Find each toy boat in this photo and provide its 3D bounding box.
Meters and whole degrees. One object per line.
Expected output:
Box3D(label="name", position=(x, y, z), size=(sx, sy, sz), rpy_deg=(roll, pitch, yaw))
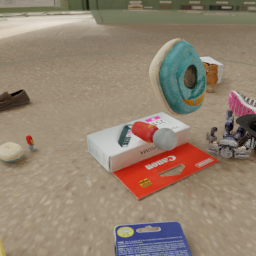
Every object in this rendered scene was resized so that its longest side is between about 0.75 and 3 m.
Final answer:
Box3D(label="toy boat", position=(-3.157, 0.645, 8.066), size=(0.884, 0.489, 1.052), rpy_deg=(20, 42, 40))
Box3D(label="toy boat", position=(1.275, -0.743, 7.489), size=(1.323, 2.392, 2.846), rpy_deg=(22, 76, 42))

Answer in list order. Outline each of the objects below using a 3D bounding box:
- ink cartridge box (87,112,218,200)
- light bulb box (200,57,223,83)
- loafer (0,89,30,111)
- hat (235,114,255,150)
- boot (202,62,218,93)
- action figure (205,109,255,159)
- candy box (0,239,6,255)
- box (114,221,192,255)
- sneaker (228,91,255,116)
Box3D(label="ink cartridge box", position=(0.683, 0.567, 7.969), size=(2.908, 0.633, 2.524), rpy_deg=(-18, 32, -29))
Box3D(label="light bulb box", position=(3.591, -2.849, 13.905), size=(1.561, 0.974, 1.548), rpy_deg=(-7, 30, -10))
Box3D(label="loafer", position=(-4.881, -1.160, 11.111), size=(1.858, 0.660, 0.679), rpy_deg=(-21, 35, -34))
Box3D(label="hat", position=(4.060, 0.250, 8.418), size=(1.948, 0.786, 1.948), rpy_deg=(7, 25, -3))
Box3D(label="boot", position=(3.213, -2.348, 12.642), size=(1.678, 1.298, 0.618), rpy_deg=(9, 30, 16))
Box3D(label="action figure", position=(3.102, 0.259, 8.461), size=(1.379, 0.735, 2.119), rpy_deg=(18, 36, 20))
Box3D(label="candy box", position=(-2.344, 2.668, 4.066), size=(1.285, 0.622, 2.203), rpy_deg=(-16, 31, -25))
Box3D(label="box", position=(0.498, 2.520, 4.597), size=(1.351, 0.361, 2.231), rpy_deg=(-3, 30, -5))
Box3D(label="sneaker", position=(4.510, -0.776, 10.361), size=(0.887, 0.748, 2.028), rpy_deg=(-7, 33, -14))
